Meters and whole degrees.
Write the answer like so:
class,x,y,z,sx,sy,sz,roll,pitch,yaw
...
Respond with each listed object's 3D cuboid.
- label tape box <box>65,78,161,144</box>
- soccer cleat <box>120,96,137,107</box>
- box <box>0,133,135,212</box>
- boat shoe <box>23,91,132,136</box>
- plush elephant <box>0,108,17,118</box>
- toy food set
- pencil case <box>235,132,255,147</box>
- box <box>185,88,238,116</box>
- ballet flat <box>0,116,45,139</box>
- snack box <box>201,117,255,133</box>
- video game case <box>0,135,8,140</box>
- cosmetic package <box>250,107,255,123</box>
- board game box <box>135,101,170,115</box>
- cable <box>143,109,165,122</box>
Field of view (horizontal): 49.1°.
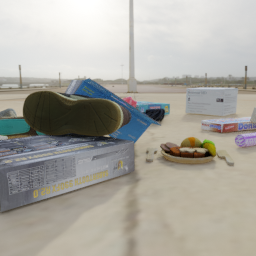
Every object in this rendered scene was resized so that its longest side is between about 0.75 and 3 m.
class,x,y,z,sx,sy,sz,roll,pitch,yaw
label tape box,-0.664,-0.394,7.414,2.044,0.897,2.834,31,-1,-19
soccer cleat,-0.472,-0.984,14.538,0.870,0.997,2.608,40,-23,-22
box,-1.438,0.569,5.076,2.003,0.611,2.529,9,13,44
boat shoe,-1.117,-0.267,5.903,2.562,0.916,0.842,6,1,30
plush elephant,-5.401,-0.677,9.875,2.101,1.730,1.626,-31,0,-9
toy food set,1.368,0.475,6.422,1.928,0.387,1.331,1,9,7
pencil case,3.278,0.309,7.565,0.835,0.350,0.357,-7,-16,-30
box,4.692,-1.525,15.694,2.191,1.440,2.203,7,12,39
ballet flat,-2.820,-0.031,8.541,2.386,0.841,0.779,3,-6,-8
snack box,4.244,-0.166,10.575,2.941,0.358,1.057,-4,10,-26
video game case,-4.167,0.314,5.916,2.382,0.263,2.168,-4,-4,0
cosmetic package,5.061,-0.265,9.551,1.469,0.537,0.761,25,23,37
board game box,0.733,-1.098,15.629,1.998,0.621,2.646,-5,10,-29
cable,0.650,-0.575,12.314,1.951,0.608,2.392,1,9,7
